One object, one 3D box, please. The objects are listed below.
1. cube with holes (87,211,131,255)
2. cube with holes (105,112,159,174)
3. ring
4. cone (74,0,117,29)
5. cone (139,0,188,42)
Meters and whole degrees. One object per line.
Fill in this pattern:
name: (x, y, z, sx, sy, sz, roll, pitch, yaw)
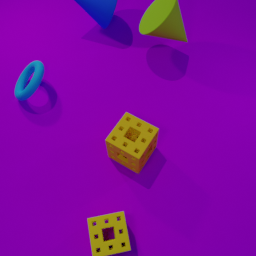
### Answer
cube with holes: (-0.437, 2.394, 6.326, 0.806, 0.806, 0.806, -9, 71, -8)
cube with holes: (0.118, 0.405, 7.370, 0.982, 0.982, 0.982, 28, 64, 17)
ring: (-2.976, -1.430, 8.436, 1.326, 0.265, 1.326, -25, 51, 34)
cone: (-1.358, -4.352, 9.269, 1.657, 1.651, 1.651, 10, 59, -22)
cone: (1.409, -3.159, 8.846, 1.512, 1.506, 1.506, 30, 56, -32)
